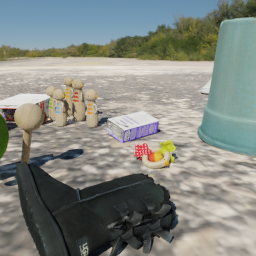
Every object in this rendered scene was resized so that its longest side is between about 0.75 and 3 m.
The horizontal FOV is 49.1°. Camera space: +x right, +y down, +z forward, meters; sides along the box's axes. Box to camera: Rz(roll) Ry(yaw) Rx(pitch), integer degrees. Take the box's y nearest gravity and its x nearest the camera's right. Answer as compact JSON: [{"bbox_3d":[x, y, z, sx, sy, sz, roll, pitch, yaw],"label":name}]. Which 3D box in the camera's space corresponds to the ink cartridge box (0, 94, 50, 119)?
[{"bbox_3d":[-3.549,-0.683,9.709,1.427,0.659,2.618,1,16,5],"label":"ink cartridge box"}]

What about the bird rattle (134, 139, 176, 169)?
[{"bbox_3d":[0.535,0.538,5.653,0.858,0.484,0.700,-1,31,6],"label":"bird rattle"}]

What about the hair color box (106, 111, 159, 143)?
[{"bbox_3d":[0.140,-0.053,7.512,1.288,0.417,0.704,-13,34,-39],"label":"hair color box"}]

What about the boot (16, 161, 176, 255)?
[{"bbox_3d":[-0.483,0.908,3.652,1.610,0.727,1.965,-11,26,-30],"label":"boot"}]

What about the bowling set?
[{"bbox_3d":[-2.122,-0.837,8.828,1.799,1.388,2.585,-10,18,-33],"label":"bowling set"}]

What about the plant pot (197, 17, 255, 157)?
[{"bbox_3d":[3.312,-1.165,6.933,2.948,2.887,2.948,-1,17,0],"label":"plant pot"}]

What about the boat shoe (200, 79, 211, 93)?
[{"bbox_3d":[4.800,-2.437,15.789,0.865,0.852,2.440,13,20,39],"label":"boat shoe"}]

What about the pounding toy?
[{"bbox_3d":[-2.338,0.471,4.356,2.156,1.664,1.001,-8,42,-40],"label":"pounding toy"}]
